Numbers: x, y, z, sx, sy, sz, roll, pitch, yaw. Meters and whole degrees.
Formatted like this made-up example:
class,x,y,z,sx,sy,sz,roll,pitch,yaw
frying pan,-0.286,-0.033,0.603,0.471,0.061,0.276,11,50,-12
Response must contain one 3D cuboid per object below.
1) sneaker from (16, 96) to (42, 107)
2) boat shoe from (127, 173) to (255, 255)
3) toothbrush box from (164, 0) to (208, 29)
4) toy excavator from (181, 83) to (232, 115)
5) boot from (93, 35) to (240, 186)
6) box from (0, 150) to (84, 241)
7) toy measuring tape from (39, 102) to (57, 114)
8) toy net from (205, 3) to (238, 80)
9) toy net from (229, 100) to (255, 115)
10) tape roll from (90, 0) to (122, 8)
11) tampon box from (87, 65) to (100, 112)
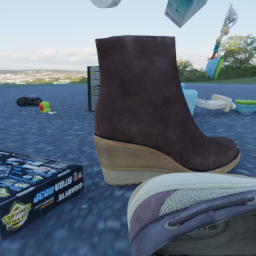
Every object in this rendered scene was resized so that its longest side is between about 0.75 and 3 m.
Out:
class,x,y,z,sx,sy,sz,roll,pitch,yaw
sneaker,-4.691,-1.281,13.474,0.726,0.485,1.268,1,3,42
boat shoe,1.283,0.758,1.943,2.633,0.947,0.853,-2,17,5
toothbrush box,0.974,-2.065,4.250,0.675,0.393,0.922,-45,-6,-8
toy excavator,2.271,-0.963,10.343,2.748,1.372,2.672,19,20,20
boot,0.705,-0.287,4.125,2.480,2.063,0.897,-5,12,-22
box,-1.609,0.690,3.493,1.673,0.385,1.330,5,12,26
toy measuring tape,-3.247,-0.831,11.289,0.466,0.466,1.268,-9,14,-40
toy net,3.629,-3.232,10.694,0.531,2.748,1.442,22,14,15
toy net,4.648,-0.974,11.732,1.480,0.545,2.822,-2,11,-11
tape roll,-0.465,-2.909,5.758,0.849,0.849,0.297,8,25,36
tampon box,-0.837,-1.662,11.770,1.178,1.866,1.399,7,13,31
